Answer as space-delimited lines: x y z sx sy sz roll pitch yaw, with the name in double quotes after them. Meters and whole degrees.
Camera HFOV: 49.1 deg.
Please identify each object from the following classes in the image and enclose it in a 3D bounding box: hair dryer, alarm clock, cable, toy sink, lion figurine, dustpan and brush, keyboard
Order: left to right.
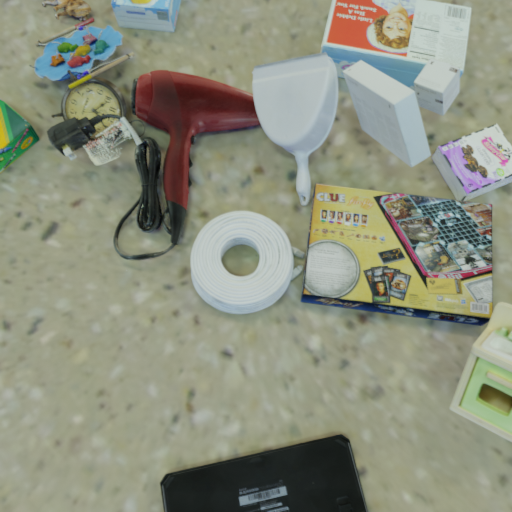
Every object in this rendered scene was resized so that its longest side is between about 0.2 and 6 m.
-3.965 -5.250 11.595 0.695 0.411 1.135 -35 69 -20 "lion figurine"
-2.832 -2.654 10.399 1.657 0.552 1.118 25 110 -11 "alarm clock"
-1.446 -1.954 10.288 3.895 1.058 2.967 -35 92 -9 "hair dryer"
-0.246 0.108 9.547 1.778 0.616 1.778 36 74 12 "cable"
0.162 3.885 8.347 2.997 0.384 1.799 -12 64 -3 "keyboard"
0.711 -2.086 9.685 1.689 0.693 2.421 5 95 40 "dustpan and brush"
3.209 1.478 7.144 0.935 1.434 0.803 26 27 29 "toy sink"

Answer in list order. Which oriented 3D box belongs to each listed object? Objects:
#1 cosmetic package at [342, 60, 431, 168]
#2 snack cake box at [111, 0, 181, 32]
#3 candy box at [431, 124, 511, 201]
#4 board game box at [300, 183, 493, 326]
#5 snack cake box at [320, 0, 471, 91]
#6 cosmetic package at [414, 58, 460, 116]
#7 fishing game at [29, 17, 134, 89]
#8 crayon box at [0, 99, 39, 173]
1.993 -2.210 8.624 0.400 1.168 1.550 -33 41 1 "cosmetic package"
-2.138 -5.727 11.597 1.194 0.698 2.076 6 71 3 "snack cake box"
4.073 -1.701 10.283 1.264 0.452 1.060 -22 72 -8 "candy box"
2.425 -0.051 9.648 3.095 0.535 2.097 8 70 3 "board game box"
2.672 -4.177 10.935 2.673 0.898 1.537 12 72 5 "snack cake box"
3.193 -2.977 9.883 0.576 0.699 0.577 31 82 28 "cosmetic package"
-3.444 -3.954 10.638 1.830 0.397 2.556 -29 47 -9 "fishing game"
-5.132 -2.002 10.339 1.107 0.543 1.864 39 75 13 "crayon box"
